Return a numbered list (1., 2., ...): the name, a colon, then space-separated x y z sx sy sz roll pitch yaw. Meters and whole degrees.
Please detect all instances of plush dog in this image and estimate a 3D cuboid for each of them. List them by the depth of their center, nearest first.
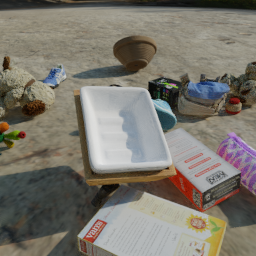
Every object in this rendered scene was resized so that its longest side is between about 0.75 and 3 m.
1. plush dog: -4.132 -1.521 11.503 2.358 2.202 2.745 25 30 -4
2. plush dog: 5.334 -1.723 12.468 2.034 1.632 1.747 -22 40 18

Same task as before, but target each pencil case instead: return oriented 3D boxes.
1. pencil case: 3.435 1.148 7.403 1.036 1.055 2.468 -17 32 -20

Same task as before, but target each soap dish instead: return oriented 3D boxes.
1. soap dish: -0.207 0.182 7.001 2.103 1.086 2.673 -1 52 -19

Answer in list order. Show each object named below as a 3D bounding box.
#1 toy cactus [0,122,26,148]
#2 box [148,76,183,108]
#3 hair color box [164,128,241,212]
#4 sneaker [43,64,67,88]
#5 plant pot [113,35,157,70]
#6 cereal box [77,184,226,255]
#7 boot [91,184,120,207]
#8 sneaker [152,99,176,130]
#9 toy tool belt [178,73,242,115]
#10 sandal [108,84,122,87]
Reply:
1. toy cactus: -4.665 0.459 8.844 2.494 1.275 2.058 -23 18 -31
2. box: 1.732 -1.607 12.434 1.055 0.883 1.420 -25 37 -37
3. hair color box: 1.718 1.024 7.759 1.263 0.762 2.488 -21 35 -18
4. sneaker: -3.816 -2.624 14.293 0.807 0.821 2.132 6 31 6
5. plant pot: 0.421 -4.098 16.002 2.539 1.172 2.539 -3 -14 -1
6. cereal box: 0.538 2.278 5.921 2.632 0.520 1.894 14 32 25
7. boot: -0.589 1.633 7.098 0.342 0.645 0.979 40 9 19
8. sneaker: 0.763 -0.830 10.577 2.200 0.875 1.436 34 20 -12
9. toy tool belt: 3.346 -1.403 11.296 2.657 1.633 1.659 2 30 3
10. sandal: -0.402 -1.747 13.090 1.964 0.470 0.738 15 33 24
